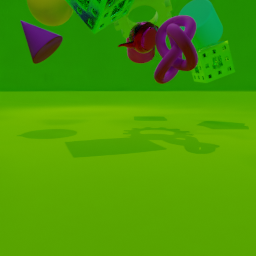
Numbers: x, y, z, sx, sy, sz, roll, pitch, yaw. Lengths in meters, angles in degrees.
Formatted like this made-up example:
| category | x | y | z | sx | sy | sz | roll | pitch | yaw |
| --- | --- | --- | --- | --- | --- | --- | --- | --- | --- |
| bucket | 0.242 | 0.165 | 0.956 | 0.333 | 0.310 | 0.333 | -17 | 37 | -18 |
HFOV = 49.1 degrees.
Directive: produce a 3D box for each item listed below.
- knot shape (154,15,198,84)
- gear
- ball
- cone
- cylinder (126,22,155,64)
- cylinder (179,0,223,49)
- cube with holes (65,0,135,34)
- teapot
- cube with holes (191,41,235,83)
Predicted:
| category | x | y | z | sx | sy | sz | roll | pitch | yaw |
| --- | --- | --- | --- | --- | --- | --- | --- | --- | --- |
| knot shape | 1.070 | -1.896 | 6.389 | 0.750 | 1.519 | 1.623 | 7 | -20 | -10 |
| gear | 0.411 | -3.279 | 8.124 | 1.701 | 0.315 | 1.701 | -4 | -28 | -2 |
| ball | -2.236 | -3.664 | 8.137 | 1.324 | 1.324 | 1.324 | 0 | 8 | 0 |
| cone | -2.527 | -2.502 | 7.576 | 1.061 | 1.065 | 1.061 | -43 | 5 | 5 |
| cylinder | 0.521 | -3.406 | 11.242 | 1.160 | 1.160 | 1.160 | 1 | -32 | 5 |
| cylinder | 2.516 | -3.577 | 9.713 | 1.215 | 1.215 | 1.215 | 6 | -15 | 37 |
| cube with holes | -0.620 | -3.319 | 6.662 | 1.225 | 1.225 | 1.225 | -41 | 0 | -25 |
| teapot | 0.332 | -2.364 | 7.296 | 1.284 | 0.798 | 0.629 | -37 | 48 | -22 |
| cube with holes | 2.614 | -2.097 | 8.940 | 0.986 | 0.986 | 0.986 | -21 | 15 | -4 |
